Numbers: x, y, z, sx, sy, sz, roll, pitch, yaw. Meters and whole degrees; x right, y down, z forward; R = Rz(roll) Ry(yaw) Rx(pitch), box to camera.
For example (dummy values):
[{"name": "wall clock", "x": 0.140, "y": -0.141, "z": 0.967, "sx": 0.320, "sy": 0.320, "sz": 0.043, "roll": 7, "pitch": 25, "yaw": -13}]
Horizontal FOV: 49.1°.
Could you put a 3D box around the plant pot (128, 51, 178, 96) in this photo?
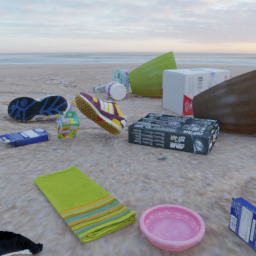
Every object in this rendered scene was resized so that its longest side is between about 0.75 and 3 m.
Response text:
[{"name": "plant pot", "x": 1.585, "y": -3.035, "z": 17.278, "sx": 2.918, "sy": 2.731, "sz": 2.731, "roll": -12, "pitch": 15, "yaw": 8}]

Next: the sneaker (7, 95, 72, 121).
[{"name": "sneaker", "x": -3.807, "y": -0.742, "z": 12.117, "sx": 2.913, "sy": 1.103, "sz": 1.122, "roll": 1, "pitch": -10, "yaw": 13}]

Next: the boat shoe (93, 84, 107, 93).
[{"name": "boat shoe", "x": -1.734, "y": -2.776, "z": 19.277, "sx": 1.446, "sy": 0.521, "sz": 0.513, "roll": -14, "pitch": 26, "yaw": -34}]

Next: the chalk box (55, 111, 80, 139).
[{"name": "chalk box", "x": -1.970, "y": -0.161, "z": 9.173, "sx": 0.590, "sy": 0.945, "sz": 0.586, "roll": -4, "pitch": 53, "yaw": -30}]

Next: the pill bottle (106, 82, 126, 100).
[{"name": "pill bottle", "x": -0.797, "y": -2.282, "z": 16.895, "sx": 0.977, "sy": 0.977, "sz": 1.741, "roll": -5, "pitch": 17, "yaw": -17}]

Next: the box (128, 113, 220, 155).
[{"name": "box", "x": 1.623, "y": 0.101, "z": 9.617, "sx": 2.685, "sy": 0.584, "sz": 2.151, "roll": 7, "pitch": 18, "yaw": 23}]

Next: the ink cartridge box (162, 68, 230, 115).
[{"name": "ink cartridge box", "x": 3.315, "y": -1.885, "z": 13.841, "sx": 2.673, "sy": 1.942, "sz": 1.933, "roll": -7, "pitch": 18, "yaw": -23}]

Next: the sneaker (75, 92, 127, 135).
[{"name": "sneaker", "x": -0.919, "y": -0.670, "z": 9.798, "sx": 0.767, "sy": 2.046, "sz": 0.922, "roll": -22, "pitch": 33, "yaw": 49}]

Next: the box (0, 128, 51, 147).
[{"name": "box", "x": -3.496, "y": 0.330, "z": 9.462, "sx": 1.494, "sy": 0.242, "sz": 0.905, "roll": -11, "pitch": 19, "yaw": -36}]

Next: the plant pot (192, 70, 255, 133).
[{"name": "plant pot", "x": 3.761, "y": -0.836, "z": 10.479, "sx": 2.471, "sy": 2.310, "sz": 2.310, "roll": -7, "pitch": 12, "yaw": 28}]

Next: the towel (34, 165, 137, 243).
[{"name": "towel", "x": -1.036, "y": 1.418, "z": 5.883, "sx": 1.147, "sy": 0.241, "sz": 2.666, "roll": -10, "pitch": 19, "yaw": -33}]

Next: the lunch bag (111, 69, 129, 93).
[{"name": "lunch bag", "x": -0.540, "y": -3.073, "z": 18.511, "sx": 0.777, "sy": 1.616, "sz": 2.015, "roll": -1, "pitch": 10, "yaw": -19}]

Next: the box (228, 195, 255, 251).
[{"name": "box", "x": 2.054, "y": 1.626, "z": 4.490, "sx": 0.171, "sy": 0.640, "sz": 1.057, "roll": -5, "pitch": 18, "yaw": -19}]

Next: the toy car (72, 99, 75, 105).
[{"name": "toy car", "x": -2.497, "y": -1.397, "z": 14.948, "sx": 1.183, "sy": 0.394, "sz": 0.580, "roll": 1, "pitch": 17, "yaw": 2}]

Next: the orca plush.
[{"name": "orca plush", "x": -2.089, "y": 1.745, "z": 4.295, "sx": 1.463, "sy": 0.520, "sz": 0.770, "roll": 2, "pitch": 17, "yaw": 8}]

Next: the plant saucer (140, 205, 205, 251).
[{"name": "plant saucer", "x": 0.749, "y": 1.720, "z": 4.808, "sx": 1.098, "sy": 0.278, "sz": 1.098, "roll": 0, "pitch": 18, "yaw": 0}]
